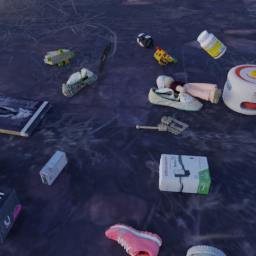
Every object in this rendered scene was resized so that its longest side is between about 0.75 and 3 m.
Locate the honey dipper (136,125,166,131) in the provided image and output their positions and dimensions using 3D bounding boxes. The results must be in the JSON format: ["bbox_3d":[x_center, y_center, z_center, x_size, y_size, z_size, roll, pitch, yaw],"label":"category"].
[{"bbox_3d":[0.932,-0.013,11.221,1.203,0.228,0.228,3,40,7],"label":"honey dipper"}]

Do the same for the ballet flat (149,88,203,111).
[{"bbox_3d":[2.095,-1.299,12.329,2.427,0.757,0.819,9,41,10],"label":"ballet flat"}]

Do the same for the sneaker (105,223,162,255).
[{"bbox_3d":[0.092,3.000,7.338,1.537,0.567,0.667,10,42,11],"label":"sneaker"}]

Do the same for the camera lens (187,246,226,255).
[{"bbox_3d":[1.768,3.517,6.337,1.044,1.044,1.305,9,41,10],"label":"camera lens"}]

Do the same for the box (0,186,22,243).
[{"bbox_3d":[-4.202,2.276,7.832,1.939,1.029,1.185,8,41,9],"label":"box"}]

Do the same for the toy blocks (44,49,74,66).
[{"bbox_3d":[-4.048,-4.018,15.692,1.136,0.830,1.662,22,43,40],"label":"toy blocks"}]

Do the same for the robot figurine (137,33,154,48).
[{"bbox_3d":[1.079,-5.333,17.200,0.732,0.882,1.173,-35,50,-13],"label":"robot figurine"}]

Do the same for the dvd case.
[{"bbox_3d":[-5.069,-0.609,11.907,2.948,0.235,2.192,8,41,10],"label":"dvd case"}]

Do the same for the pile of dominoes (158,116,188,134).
[{"bbox_3d":[1.829,-0.151,11.419,1.036,0.165,0.807,27,47,29],"label":"pile of dominoes"}]

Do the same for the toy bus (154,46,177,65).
[{"bbox_3d":[1.968,-3.819,15.387,1.259,0.689,1.334,42,22,10],"label":"toy bus"}]

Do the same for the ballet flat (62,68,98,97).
[{"bbox_3d":[-2.260,-2.347,13.492,0.783,0.869,2.307,23,45,27],"label":"ballet flat"}]

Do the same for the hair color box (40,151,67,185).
[{"bbox_3d":[-2.475,1.316,9.375,0.324,0.529,1.069,14,42,16],"label":"hair color box"}]

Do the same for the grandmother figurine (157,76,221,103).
[{"bbox_3d":[2.647,-1.809,12.691,2.918,0.884,1.769,20,4,29],"label":"grandmother figurine"}]

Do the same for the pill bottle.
[{"bbox_3d":[3.215,-3.225,10.806,1.058,0.595,0.595,36,38,-17],"label":"pill bottle"}]

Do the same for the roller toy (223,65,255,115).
[{"bbox_3d":[5.355,-1.738,12.175,2.119,1.623,2.323,-26,46,-28],"label":"roller toy"}]

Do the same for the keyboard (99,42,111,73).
[{"bbox_3d":[-0.709,-2.164,8.551,0.096,0.933,0.593,14,35,-21],"label":"keyboard"}]

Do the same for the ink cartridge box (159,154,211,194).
[{"bbox_3d":[1.800,1.476,9.096,1.521,0.632,1.115,3,40,3],"label":"ink cartridge box"}]
